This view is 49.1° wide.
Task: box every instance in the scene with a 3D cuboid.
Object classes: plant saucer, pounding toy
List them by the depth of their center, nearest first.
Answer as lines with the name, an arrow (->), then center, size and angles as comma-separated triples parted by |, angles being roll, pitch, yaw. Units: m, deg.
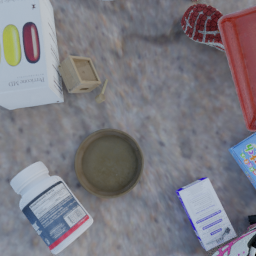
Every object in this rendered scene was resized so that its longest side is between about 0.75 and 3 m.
plant saucer -> 3.486, -1.295, 5.264 | 2.871, 2.865, 0.527 | -10, 37, 29
plant saucer -> -0.515, 0.966, 7.723 | 1.903, 0.280, 1.903 | 0, 81, -1
pounding toy -> -1.146, -1.239, 7.857 | 0.622, 1.194, 1.359 | -30, 80, 34

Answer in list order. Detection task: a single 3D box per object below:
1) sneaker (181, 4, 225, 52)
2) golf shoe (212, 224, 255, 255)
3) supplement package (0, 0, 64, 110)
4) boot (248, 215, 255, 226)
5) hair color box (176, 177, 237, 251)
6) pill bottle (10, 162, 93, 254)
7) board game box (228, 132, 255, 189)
sneaker -> 2.645, -2.643, 8.005 | 2.572, 1.057, 1.001 | 37, 108, 20
golf shoe -> 2.619, 3.064, 6.558 | 2.336, 1.076, 0.848 | -41, 68, -6
supplement package -> -2.841, -2.174, 7.502 | 1.694, 1.631, 2.978 | -9, 82, -1
boot -> 3.994, 2.890, 7.246 | 1.583, 0.604, 1.330 | -8, 78, 6
hair color box -> 2.036, 2.235, 7.407 | 0.894, 0.530, 1.636 | -24, 80, -4
pill bottle -> -1.968, 1.944, 7.089 | 1.240, 1.240, 2.074 | -39, 82, -5
board game box -> 4.265, 0.687, 7.559 | 2.380, 0.436, 1.800 | -32, 80, 0
